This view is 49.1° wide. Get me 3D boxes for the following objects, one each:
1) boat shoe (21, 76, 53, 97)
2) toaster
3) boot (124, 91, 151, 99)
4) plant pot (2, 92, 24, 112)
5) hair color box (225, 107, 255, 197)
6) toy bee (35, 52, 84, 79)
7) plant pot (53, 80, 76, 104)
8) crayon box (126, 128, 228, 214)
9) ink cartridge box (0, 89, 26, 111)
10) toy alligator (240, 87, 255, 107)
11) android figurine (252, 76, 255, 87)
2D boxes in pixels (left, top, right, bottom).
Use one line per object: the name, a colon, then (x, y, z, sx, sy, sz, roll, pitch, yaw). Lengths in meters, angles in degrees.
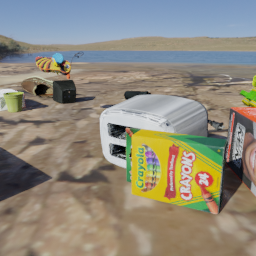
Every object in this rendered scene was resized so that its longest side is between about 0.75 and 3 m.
boat shoe: (-4.770, -2.181, 15.040, 2.786, 1.029, 1.031, 7, 24, 23)
toaster: (0.603, 0.131, 6.372, 2.648, 1.505, 1.711, 12, 24, 38)
boot: (0.418, -1.579, 13.735, 1.252, 0.565, 1.528, 6, 10, 13)
plant pot: (-4.741, -1.068, 11.662, 0.826, 0.760, 0.826, 0, 16, 0)
hair color box: (2.686, 0.536, 5.176, 0.820, 1.359, 2.678, 0, 16, -2)
toy bee: (-2.335, -2.133, 9.707, 1.613, 0.877, 1.056, -14, -9, 8)
plant pot: (-2.978, -1.674, 13.482, 1.023, 1.020, 0.907, -10, 32, -31)
crayon box: (0.719, 0.700, 4.957, 1.868, 1.186, 0.475, 7, 17, 25)
ink cartridge box: (-5.576, -1.315, 12.691, 1.115, 0.646, 1.914, -14, 23, -39)
toy alligator: (5.809, -1.143, 12.084, 0.741, 0.810, 2.731, 38, 5, -19)
android figurine: (6.193, -1.532, 12.098, 1.884, 0.425, 2.070, 49, 6, 22)
